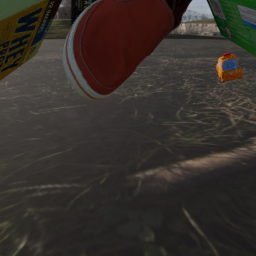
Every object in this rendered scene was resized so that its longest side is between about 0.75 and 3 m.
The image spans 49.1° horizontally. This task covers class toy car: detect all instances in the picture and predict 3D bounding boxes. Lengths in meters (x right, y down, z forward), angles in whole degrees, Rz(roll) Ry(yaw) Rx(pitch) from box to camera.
[{"bbox_3d":[3.003,-1.568,6.673,1.867,0.621,0.916,-2,32,29],"label":"toy car"}]

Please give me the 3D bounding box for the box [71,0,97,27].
[{"bbox_3d":[-0.902,-2.918,6.226,0.740,2.394,2.998,0,-20,-12],"label":"box"}]

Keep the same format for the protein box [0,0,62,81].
[{"bbox_3d":[-2.885,-2.027,4.339,2.557,1.725,2.538,39,44,-8],"label":"protein box"}]

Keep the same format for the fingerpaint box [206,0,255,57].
[{"bbox_3d":[2.244,-1.685,3.141,2.077,0.913,2.489,-29,27,13],"label":"fingerpaint box"}]

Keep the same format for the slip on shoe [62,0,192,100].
[{"bbox_3d":[0.130,-1.377,3.624,0.818,0.990,2.672,-8,36,47],"label":"slip on shoe"}]
